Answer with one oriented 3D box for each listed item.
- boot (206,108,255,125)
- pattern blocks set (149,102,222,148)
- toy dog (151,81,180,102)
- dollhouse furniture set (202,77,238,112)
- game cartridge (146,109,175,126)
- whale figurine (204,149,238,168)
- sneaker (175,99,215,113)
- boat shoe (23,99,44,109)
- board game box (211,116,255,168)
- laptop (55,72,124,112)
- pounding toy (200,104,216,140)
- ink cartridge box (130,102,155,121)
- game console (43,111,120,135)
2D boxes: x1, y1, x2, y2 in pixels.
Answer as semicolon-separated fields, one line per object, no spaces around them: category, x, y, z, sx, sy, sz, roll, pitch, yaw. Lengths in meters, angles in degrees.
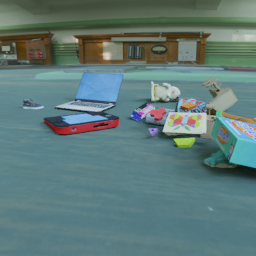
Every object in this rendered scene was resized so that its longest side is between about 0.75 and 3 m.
boot;4.105;-0.279;10.546;1.611;0.796;2.076;-9;25;-25
pattern blocks set;1.974;-0.180;9.695;2.555;0.207;2.246;-8;40;12
toy dog;2.164;-1.932;16.149;1.669;1.165;1.618;0;-19;5
dollhouse furniture set;4.302;-1.439;13.692;1.182;1.560;1.780;-37;17;5
game cartridge;1.614;-0.482;12.159;1.287;0.401;1.932;6;16;31
whale figurine;2.541;0.795;7.584;0.984;0.510;0.783;-5;18;-25
sneaker;2.805;-0.646;11.420;1.366;1.134;2.859;11;20;28
boat shoe;-4.938;-1.253;14.533;1.098;0.498;0.388;2;17;5
board game box;3.840;0.535;7.298;2.867;0.645;2.181;12;17;1
laptop;-2.020;-1.969;14.944;2.667;1.651;2.849;7;18;24
pounding toy;3.041;-0.282;10.123;0.521;1.139;1.001;9;19;28
ink cartridge box;0.634;-0.736;12.453;0.539;0.211;1.139;32;53;32
game console;-1.914;-0.320;11.559;2.681;0.416;2.371;-8;19;-28
